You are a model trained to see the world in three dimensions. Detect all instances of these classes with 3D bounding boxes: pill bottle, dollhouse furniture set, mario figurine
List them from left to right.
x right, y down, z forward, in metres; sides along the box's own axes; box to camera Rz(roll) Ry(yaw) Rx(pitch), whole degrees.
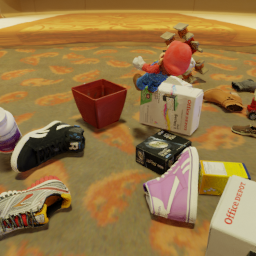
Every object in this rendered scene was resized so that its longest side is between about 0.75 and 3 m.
[{"bbox_3d":[-3.938,0.060,8.767,0.927,1.648,0.927,2,58,-4],"label":"pill bottle"},{"bbox_3d":[1.182,-2.138,9.343,1.541,1.323,2.497,-32,1,-33],"label":"mario figurine"},{"bbox_3d":[2.556,-3.805,15.433,2.937,2.969,1.529,-37,32,1],"label":"dollhouse furniture set"}]

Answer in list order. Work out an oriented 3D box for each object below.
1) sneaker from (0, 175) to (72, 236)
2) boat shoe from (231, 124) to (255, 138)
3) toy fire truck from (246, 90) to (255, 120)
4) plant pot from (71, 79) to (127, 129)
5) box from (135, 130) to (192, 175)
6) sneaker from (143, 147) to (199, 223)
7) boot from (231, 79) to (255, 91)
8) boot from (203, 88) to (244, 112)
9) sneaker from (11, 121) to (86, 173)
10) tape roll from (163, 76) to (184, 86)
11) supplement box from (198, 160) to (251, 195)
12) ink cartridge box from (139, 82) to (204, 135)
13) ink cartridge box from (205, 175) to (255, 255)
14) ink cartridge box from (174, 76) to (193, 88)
[{"bbox_3d":[-2.472,1.968,6.748,2.435,0.948,1.000,-26,39,-37],"label":"sneaker"},{"bbox_3d":[4.634,0.033,10.695,1.272,0.470,0.470,13,32,22],"label":"boat shoe"},{"bbox_3d":[5.698,-1.082,11.798,1.178,1.338,0.861,5,30,10],"label":"toy fire truck"},{"bbox_3d":[-1.144,-0.947,11.438,1.657,1.461,1.658,-24,38,-36],"label":"plant pot"},{"bbox_3d":[1.176,0.766,9.202,1.222,0.643,1.492,24,37,37],"label":"box"},{"bbox_3d":[1.207,1.358,7.801,1.474,0.937,2.586,4,33,14],"label":"sneaker"},{"bbox_3d":[6.229,-2.097,14.536,1.121,0.594,1.703,-10,20,-12],"label":"boot"},{"bbox_3d":[4.343,-1.253,12.858,1.786,0.658,1.382,1,33,7],"label":"boot"},{"bbox_3d":[-2.349,0.566,9.169,1.558,1.018,2.786,9,29,17],"label":"sneaker"},{"bbox_3d":[1.621,-1.368,11.812,1.709,1.709,0.312,12,18,21],"label":"tape roll"},{"bbox_3d":[2.671,1.430,7.946,1.297,0.710,0.706,4,28,5],"label":"supplement box"},{"bbox_3d":[1.656,-0.822,11.016,2.233,1.617,0.938,15,30,25],"label":"ink cartridge box"},{"bbox_3d":[3.240,2.316,5.934,2.676,1.108,1.950,16,33,27],"label":"ink cartridge box"},{"bbox_3d":[2.046,-1.955,13.894,1.425,0.822,1.951,-14,32,-24],"label":"ink cartridge box"}]
